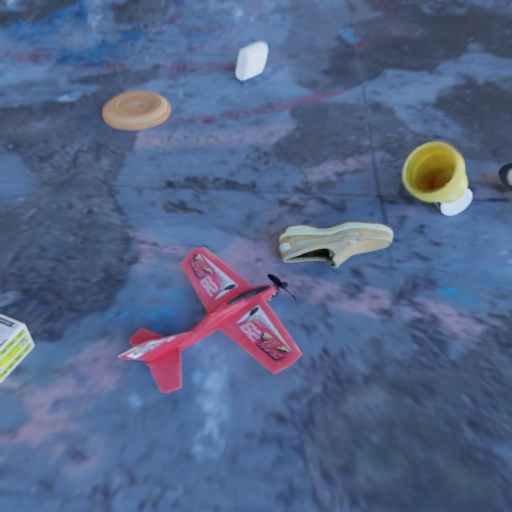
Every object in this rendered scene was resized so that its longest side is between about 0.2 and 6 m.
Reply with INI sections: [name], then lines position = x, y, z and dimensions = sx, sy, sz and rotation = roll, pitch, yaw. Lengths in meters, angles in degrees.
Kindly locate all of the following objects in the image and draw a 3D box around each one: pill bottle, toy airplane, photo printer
[pill bottle]
position = 3.402, -1.329, 10.342
dimensions = 0.624, 0.624, 1.174
rotation = -11, 45, -12
[toy airplane]
position = -0.636, 0.996, 8.013
dimensions = 2.734, 0.503, 2.734
rotation = -1, 42, 1
[photo printer]
position = -0.086, -4.822, 13.840
dimensions = 0.319, 0.765, 0.919
rotation = 34, 46, 18

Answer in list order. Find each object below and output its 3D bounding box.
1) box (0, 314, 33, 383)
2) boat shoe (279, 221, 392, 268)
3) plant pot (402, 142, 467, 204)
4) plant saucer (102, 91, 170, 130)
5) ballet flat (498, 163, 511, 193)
[box]
position = -4.920, 1.190, 7.785
dimensions = 3.081, 0.535, 1.696
rotation = 18, 47, 18
[boat shoe]
position = 1.314, -0.114, 9.176
dimensions = 1.858, 0.666, 0.708
rotation = -5, 57, 6
[plant pot]
position = 3.107, -1.316, 9.456
dimensions = 0.900, 0.957, 0.957
rotation = 20, 23, -47
[plant saucer]
position = -2.726, -3.351, 12.723
dimensions = 1.519, 0.245, 1.519
rotation = 0, 45, 0
[ballet flat]
position = 5.086, -1.267, 10.146
dimensions = 0.694, 0.694, 1.898
rotation = -14, 45, -14
